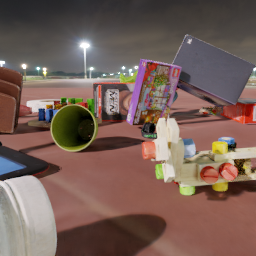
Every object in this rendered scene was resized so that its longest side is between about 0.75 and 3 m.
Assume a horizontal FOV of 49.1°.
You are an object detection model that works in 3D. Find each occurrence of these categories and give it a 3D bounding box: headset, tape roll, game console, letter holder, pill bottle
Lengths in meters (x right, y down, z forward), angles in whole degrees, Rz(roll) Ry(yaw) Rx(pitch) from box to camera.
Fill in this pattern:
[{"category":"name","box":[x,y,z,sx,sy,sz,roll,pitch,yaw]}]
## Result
[{"category":"headset","box":[0.707,0.072,7.220,0.612,0.465,0.991,1,25,23]},{"category":"tape roll","box":[-3.522,-1.066,13.156,2.333,0.426,2.333,-1,10,0]},{"category":"game console","box":[-2.915,0.011,3.876,1.623,2.357,2.735,-26,-7,36]},{"category":"letter holder","box":[-4.150,-0.916,7.367,2.446,1.739,1.230,8,7,-17]},{"category":"pill bottle","box":[-1.227,0.755,1.677,1.415,0.800,0.800,-7,12,-40]}]

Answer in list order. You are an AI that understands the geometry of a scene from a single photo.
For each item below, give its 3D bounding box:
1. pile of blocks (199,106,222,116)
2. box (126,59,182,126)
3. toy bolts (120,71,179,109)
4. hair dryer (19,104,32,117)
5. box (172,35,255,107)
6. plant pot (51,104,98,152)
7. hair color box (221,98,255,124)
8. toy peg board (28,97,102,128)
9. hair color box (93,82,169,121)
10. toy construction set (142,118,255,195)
[{"category":"pile of blocks","box":[3.268,-0.631,11.248,0.327,0.432,1.051,-51,22,-19]},{"category":"box","box":[0.751,-0.974,8.131,1.264,1.848,0.361,0,22,-33]},{"category":"toy bolts","box":[0.932,-1.101,11.785,2.700,1.873,2.579,-5,-35,37]},{"category":"hair dryer","box":[-4.686,-0.721,10.770,2.127,0.578,1.620,3,9,13]},{"category":"box","box":[2.571,-1.773,9.382,2.280,1.405,2.262,26,4,6]},{"category":"plant pot","box":[-1.011,0.025,5.991,0.930,0.930,0.994,1,-3,8]},{"category":"hair color box","box":[4.231,-0.648,9.934,1.168,0.704,2.300,0,11,1]},{"category":"toy peg board","box":[-1.901,-0.503,8.601,1.624,0.794,1.618,5,10,27]},{"category":"hair color box","box":[0.123,-0.924,9.749,2.601,1.320,0.796,0,9,3]},{"category":"toy construction set","box":[1.128,0.461,3.269,2.091,0.963,1.371,10,9,-7]}]
